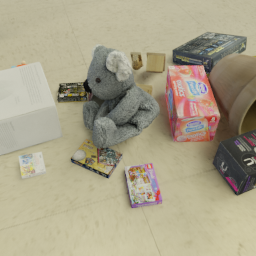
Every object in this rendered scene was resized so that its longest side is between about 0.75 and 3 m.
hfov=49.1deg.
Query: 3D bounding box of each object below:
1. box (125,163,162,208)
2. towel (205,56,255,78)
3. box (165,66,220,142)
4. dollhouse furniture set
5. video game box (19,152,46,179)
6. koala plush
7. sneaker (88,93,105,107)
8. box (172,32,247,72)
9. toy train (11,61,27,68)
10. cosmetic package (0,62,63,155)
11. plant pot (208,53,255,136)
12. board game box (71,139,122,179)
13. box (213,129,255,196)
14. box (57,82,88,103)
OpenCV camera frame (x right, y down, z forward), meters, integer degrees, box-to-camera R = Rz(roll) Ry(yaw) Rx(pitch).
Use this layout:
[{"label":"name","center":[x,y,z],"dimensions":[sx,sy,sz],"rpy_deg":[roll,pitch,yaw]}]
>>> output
[{"label":"box","center":[0.459,1.786,8.831],"dimensions":[0.949,0.271,1.387],"rpy_deg":[-7,48,-6]},{"label":"towel","center":[4.660,-2.737,12.305],"dimensions":[2.995,0.341,2.151],"rpy_deg":[7,39,32]},{"label":"box","center":[2.326,-0.988,10.629],"dimensions":[1.498,1.382,2.919],"rpy_deg":[0,47,0]},{"label":"dollhouse furniture set","center":[0.543,-1.983,12.198],"dimensions":[1.969,1.687,2.070],"rpy_deg":[6,81,8]},{"label":"video game box","center":[-3.186,1.226,9.319],"dimensions":[0.762,0.196,0.836],"rpy_deg":[-9,50,-21]},{"label":"koala plush","center":[-0.416,-1.331,9.384],"dimensions":[2.681,2.917,2.587],"rpy_deg":[-20,25,-11]},{"label":"sneaker","center":[-1.172,-1.939,11.413],"dimensions":[0.995,1.519,2.630],"rpy_deg":[-3,47,-3]},{"label":"box","center":[3.830,-3.664,13.173],"dimensions":[2.814,0.718,2.219],"rpy_deg":[-34,40,-28]},{"label":"toy train","center":[-5.417,-1.984,12.046],"dimensions":[2.812,0.782,2.112],"rpy_deg":[-9,42,-9]},{"label":"cosmetic package","center":[-4.117,-0.729,10.169],"dimensions":[2.753,1.692,2.744],"rpy_deg":[-18,50,-14]},{"label":"plant pot","center":[4.325,-1.310,10.012],"dimensions":[2.994,2.994,2.598],"rpy_deg":[-19,44,-17]},{"label":"board game box","center":[-1.057,1.018,9.553],"dimensions":[1.467,0.254,0.994],"rpy_deg":[21,51,19]},{"label":"box","center":[4.141,0.947,8.953],"dimensions":[2.301,1.220,1.406],"rpy_deg":[-17,49,-15]},{"label":"box","center":[-2.322,-1.519,11.865],"dimensions":[1.240,0.306,0.990],"rpy_deg":[-4,49,-4]}]
